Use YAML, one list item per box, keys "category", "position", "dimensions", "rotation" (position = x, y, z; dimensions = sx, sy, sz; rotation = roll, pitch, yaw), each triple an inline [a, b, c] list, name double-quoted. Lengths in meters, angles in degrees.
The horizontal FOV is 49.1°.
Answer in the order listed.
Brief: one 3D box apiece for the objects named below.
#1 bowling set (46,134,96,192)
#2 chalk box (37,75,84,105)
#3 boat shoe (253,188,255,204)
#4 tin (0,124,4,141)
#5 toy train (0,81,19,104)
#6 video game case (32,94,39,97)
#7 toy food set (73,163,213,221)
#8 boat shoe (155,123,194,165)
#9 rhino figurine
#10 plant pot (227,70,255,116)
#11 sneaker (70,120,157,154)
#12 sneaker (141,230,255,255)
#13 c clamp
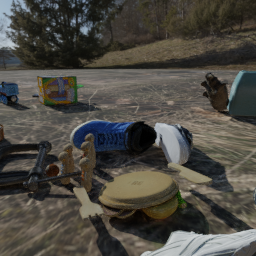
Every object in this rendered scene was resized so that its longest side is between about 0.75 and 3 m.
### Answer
- category: "bowling set"
  position: [-1.198, 0.673, 5.774]
  dimensions: [1.047, 0.807, 1.504]
  rotation: [-1, 15, -6]
- category: "chalk box"
  position: [-3.543, -2.087, 15.065]
  dimensions: [2.299, 1.423, 1.430]
  rotation: [-7, 15, -27]
- category: "boat shoe"
  position: [2.895, 0.967, 4.454]
  dimensions: [2.466, 0.923, 0.763]
  rotation: [-4, 17, -20]
- category: "tin"
  position: [-4.819, 0.248, 8.165]
  dimensions: [2.243, 0.470, 1.256]
  rotation: [-9, 22, -31]
- category: "toy train"
  position: [-6.422, -1.906, 14.952]
  dimensions: [0.828, 1.092, 1.911]
  rotation: [-12, 19, -37]
- category: "video game case"
  position: [-5.239, -2.045, 17.425]
  dimensions: [1.212, 0.115, 0.866]
  rotation: [-2, 15, -5]
- category: "toy food set"
  position: [0.202, 1.175, 4.866]
  dimensions: [2.182, 0.438, 1.506]
  rotation: [-11, 10, -18]
- category: "boat shoe"
  position: [1.291, 0.326, 7.190]
  dimensions: [0.819, 0.866, 2.415]
  rotation: [-3, 8, -5]
- category: "rhino figurine"
  position: [3.780, -1.586, 11.969]
  dimensions: [0.862, 1.261, 2.883]
  rotation: [-36, -25, 7]
- category: "plant pot"
  position: [5.439, -1.576, 12.292]
  dimensions: [1.799, 1.833, 1.794]
  rotation: [4, 15, 15]
- category: "sneaker"
  position: [-0.281, 0.232, 7.322]
  dimensions: [2.242, 0.860, 1.247]
  rotation: [-1, 5, -30]
- category: "sneaker"
  position: [0.913, 1.427, 3.190]
  dimensions: [1.856, 0.723, 0.922]
  rotation: [-5, 12, -21]
- category: "c clamp"
  position: [-2.318, 0.800, 6.383]
  dimensions: [2.261, 0.358, 2.647]
  rotation: [-9, 18, -14]
